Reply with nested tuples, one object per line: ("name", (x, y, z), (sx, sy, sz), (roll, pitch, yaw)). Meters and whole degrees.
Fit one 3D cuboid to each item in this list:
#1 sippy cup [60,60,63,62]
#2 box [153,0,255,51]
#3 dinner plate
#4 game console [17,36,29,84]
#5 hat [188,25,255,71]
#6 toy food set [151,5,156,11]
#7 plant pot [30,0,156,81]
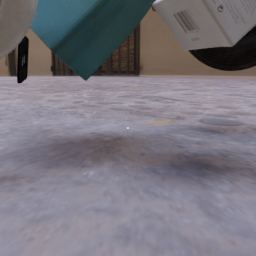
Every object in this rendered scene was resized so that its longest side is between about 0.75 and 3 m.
("sippy cup", (-2.117, -2.738, 10.088), (1.047, 0.822, 0.767), (-18, 23, 38))
("box", (1.337, -1.878, 3.612), (1.623, 0.863, 1.236), (-43, 20, -2))
("dinner plate", (-2.148, -1.717, 3.057), (2.245, 2.245, 0.272), (-4, 23, -16))
("game console", (-2.368, -1.928, 6.194), (0.234, 1.937, 1.143), (9, 24, -4))
("hat", (2.485, -2.790, 6.182), (2.949, 2.949, 1.190), (4, 19, 16))
("toy food set", (1.088, -3.889, 9.031), (1.003, 0.328, 0.590), (3, -29, -40))
("plant pot", (-0.528, -2.532, 4.639), (2.698, 1.906, 1.907), (-41, -5, 2))
